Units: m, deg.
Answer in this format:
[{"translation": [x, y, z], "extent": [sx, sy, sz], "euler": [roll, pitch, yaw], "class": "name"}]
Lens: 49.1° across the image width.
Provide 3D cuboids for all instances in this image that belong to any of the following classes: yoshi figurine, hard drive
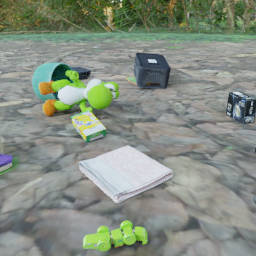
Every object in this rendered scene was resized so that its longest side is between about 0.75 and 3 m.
[{"translation": [-1.561, -1.055, 9.134], "extent": [2.559, 1.438, 1.433], "euler": [-6, 63, 3], "class": "yoshi figurine"}, {"translation": [-3.186, -2.783, 14.516], "extent": [2.208, 0.467, 1.489], "euler": [-16, 28, -33], "class": "hard drive"}]

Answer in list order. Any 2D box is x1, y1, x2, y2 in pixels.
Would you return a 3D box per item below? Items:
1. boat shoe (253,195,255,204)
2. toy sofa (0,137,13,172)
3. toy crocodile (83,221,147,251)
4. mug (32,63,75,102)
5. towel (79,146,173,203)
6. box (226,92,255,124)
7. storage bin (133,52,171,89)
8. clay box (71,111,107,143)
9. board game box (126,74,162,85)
[{"translation": [2.279, 1.169, 4.673], "extent": [0.264, 0.299, 0.816], "euler": [13, -5, 35], "class": "boat shoe"}, {"translation": [-3.658, 0.659, 5.501], "extent": [1.274, 1.082, 2.612], "euler": [10, 25, 24], "class": "toy sofa"}, {"translation": [-0.185, 1.656, 4.200], "extent": [0.974, 0.301, 0.329], "euler": [-9, 25, -9], "class": "toy crocodile"}, {"translation": [-2.806, -1.575, 10.643], "extent": [1.120, 1.811, 1.488], "euler": [6, 46, 25], "class": "mug"}, {"translation": [-0.076, 0.887, 6.037], "extent": [1.485, 0.251, 1.555], "euler": [-16, 28, -34], "class": "towel"}, {"translation": [3.655, -0.674, 9.060], "extent": [0.416, 0.792, 0.967], "euler": [-6, 24, -13], "class": "box"}, {"translation": [1.082, -2.737, 13.206], "extent": [1.412, 0.979, 2.088], "euler": [3, 32, -8], "class": "storage bin"}, {"translation": [-1.138, -0.069, 7.943], "extent": [0.631, 0.262, 1.099], "euler": [-20, 40, -24], "class": "clay box"}, {"translation": [0.901, -2.398, 13.852], "extent": [1.907, 0.286, 0.911], "euler": [-12, 28, -33], "class": "board game box"}]
